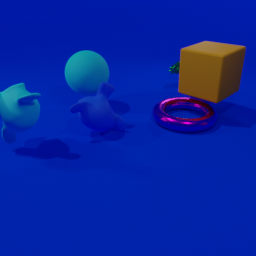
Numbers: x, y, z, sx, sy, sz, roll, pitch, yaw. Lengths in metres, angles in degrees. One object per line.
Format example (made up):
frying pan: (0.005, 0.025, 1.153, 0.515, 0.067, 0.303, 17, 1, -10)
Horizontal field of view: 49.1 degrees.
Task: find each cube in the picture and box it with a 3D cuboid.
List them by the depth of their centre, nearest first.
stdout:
cube: (2.400, -1.663, 8.107, 1.327, 1.327, 1.327, 24, 38, 39)

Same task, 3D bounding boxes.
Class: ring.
ring: (1.647, -0.425, 8.169, 1.878, 0.376, 1.878, 0, 29, 0)

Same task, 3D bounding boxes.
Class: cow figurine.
cow figurine: (2.115, -2.031, 10.646, 1.044, 0.582, 1.061, -7, 70, -9)

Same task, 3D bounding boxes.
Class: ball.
ball: (-1.238, -1.665, 8.515, 1.331, 1.331, 1.331, 0, 29, 0)

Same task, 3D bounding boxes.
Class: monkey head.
monkey head: (-2.668, -0.407, 6.329, 1.231, 1.711, 1.031, -3, 52, -49)
monkey head: (-0.714, -0.527, 7.304, 1.640, 1.180, 0.988, 21, 25, -31)
